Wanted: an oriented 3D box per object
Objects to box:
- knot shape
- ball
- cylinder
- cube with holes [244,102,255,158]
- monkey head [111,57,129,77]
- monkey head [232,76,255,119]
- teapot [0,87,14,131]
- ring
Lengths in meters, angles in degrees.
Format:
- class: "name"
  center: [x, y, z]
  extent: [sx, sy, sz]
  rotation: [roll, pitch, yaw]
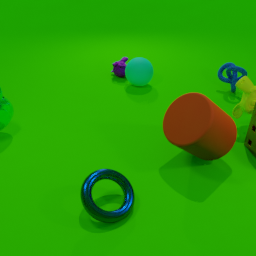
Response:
- class: "knot shape"
  center: [3.474, -1.793, 9.483]
  extent: [0.486, 1.052, 0.984]
  rotation: [-22, 52, -17]
- class: "ball"
  center: [0.402, -1.995, 9.970]
  extent: [1.006, 1.006, 1.006]
  rotation: [0, 33, 0]
- class: "cylinder"
  center: [1.610, -0.004, 6.276]
  extent: [1.224, 1.224, 1.224]
  rotation: [26, 12, -42]
- class: "cube with holes"
  center: [3.681, 0.178, 6.439]
  extent: [1.238, 1.238, 1.238]
  rotation: [-5, 34, -8]
- class: "monkey head"
  center: [-0.218, -2.318, 10.751]
  extent: [1.038, 0.625, 0.746]
  rotation: [18, 55, 31]
- class: "monkey head"
  center: [3.310, -0.896, 7.480]
  extent: [1.044, 1.452, 0.875]
  rotation: [46, 11, 6]
- class: "teapot"
  center: [-3.574, -0.509, 7.079]
  extent: [1.230, 1.979, 0.969]
  rotation: [-5, 51, -52]
- class: "ring"
  center: [-0.377, 1.271, 5.346]
  extent: [1.071, 0.214, 1.071]
  rotation: [12, 52, -16]
